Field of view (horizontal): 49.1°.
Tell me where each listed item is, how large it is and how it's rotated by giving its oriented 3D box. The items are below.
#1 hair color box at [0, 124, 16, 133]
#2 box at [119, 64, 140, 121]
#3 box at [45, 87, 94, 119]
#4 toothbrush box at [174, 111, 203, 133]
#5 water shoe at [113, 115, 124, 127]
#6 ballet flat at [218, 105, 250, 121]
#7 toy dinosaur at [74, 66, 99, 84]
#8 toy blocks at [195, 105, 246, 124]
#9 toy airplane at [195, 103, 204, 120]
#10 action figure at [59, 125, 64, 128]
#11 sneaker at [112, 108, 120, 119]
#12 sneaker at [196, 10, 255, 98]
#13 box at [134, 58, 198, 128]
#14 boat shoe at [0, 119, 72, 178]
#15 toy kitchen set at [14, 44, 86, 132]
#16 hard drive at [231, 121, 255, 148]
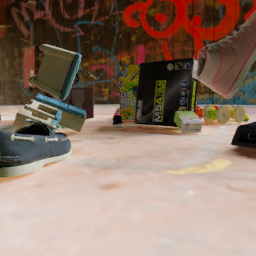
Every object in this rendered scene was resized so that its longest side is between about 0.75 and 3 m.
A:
[{"bbox_3d":[-3.236,0.144,7.403,0.632,0.387,1.277,2,6,17],"label":"hair color box"},{"bbox_3d":[1.061,-1.793,14.222,2.668,2.770,1.690,2,7,21],"label":"box"},{"bbox_3d":[-3.103,-1.317,14.883,1.670,1.687,2.034,6,9,44],"label":"box"},{"bbox_3d":[1.997,-0.208,9.348,0.656,0.388,0.901,-1,30,-9],"label":"toothbrush box"},{"bbox_3d":[-0.427,-0.281,11.031,0.415,0.458,1.160,-1,6,-11],"label":"water shoe"},{"bbox_3d":[5.300,-0.811,14.468,0.773,0.776,2.314,1,5,-22],"label":"ballet flat"},{"bbox_3d":[-2.686,-2.890,14.470,2.252,0.534,0.992,30,52,2],"label":"toy dinosaur"},{"bbox_3d":[3.999,-0.702,13.248,1.910,0.832,2.291,-3,7,-30],"label":"toy blocks"},{"bbox_3d":[3.491,-0.755,13.735,1.106,0.784,1.111,-9,-24,-7],"label":"toy airplane"},{"bbox_3d":[-2.686,-0.387,11.267,1.539,0.713,2.606,3,9,-9],"label":"action figure"},{"bbox_3d":[-0.576,-0.819,15.453,0.504,0.593,1.367,1,7,6],"label":"sneaker"},{"bbox_3d":[2.664,-2.147,7.308,1.305,2.496,0.939,24,9,-6],"label":"sneaker"},{"bbox_3d":[1.441,-1.317,10.843,2.459,2.546,0.605,6,0,38],"label":"box"},{"bbox_3d":[-1.632,0.233,4.902,0.888,0.734,2.372,2,6,14],"label":"boat shoe"},{"bbox_3d":[-1.783,-0.993,8.028,1.747,2.375,2.965,20,11,-13],"label":"toy kitchen set"},{"bbox_3d":[3.830,0.193,6.065,2.655,0.562,1.790,5,8,38],"label":"hard drive"}]
